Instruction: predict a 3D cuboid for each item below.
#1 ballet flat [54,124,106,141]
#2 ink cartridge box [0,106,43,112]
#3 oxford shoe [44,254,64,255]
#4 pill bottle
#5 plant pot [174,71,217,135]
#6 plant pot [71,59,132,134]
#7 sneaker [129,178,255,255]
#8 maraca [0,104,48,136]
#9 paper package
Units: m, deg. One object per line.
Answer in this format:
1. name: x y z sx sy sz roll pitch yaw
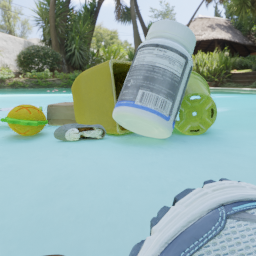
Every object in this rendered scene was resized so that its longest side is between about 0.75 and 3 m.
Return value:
1. ballet flat: -1.267 0.129 7.593 1.424 0.480 0.453 -5 19 -24
2. ink cartridge box: -4.030 -0.380 10.167 1.812 0.686 1.339 -4 10 -16
3. oxford shoe: -1.133 0.910 1.546 1.804 0.762 0.656 -1 7 -20
4. pill bottle: 0.814 -1.345 7.751 1.674 2.942 1.674 19 -15 5
5. plant pot: 1.919 -0.705 9.035 2.052 2.052 1.887 0 20 -1
6. plant pot: -0.667 -0.970 9.547 2.245 2.194 2.180 -3 5 36
7. sneaker: 1.064 0.824 1.528 2.472 0.959 1.067 -6 13 -31
8. maraca: -3.014 -0.223 8.229 1.206 0.941 1.759 4 5 -6
9. paper package: -2.161 -0.577 10.990 1.506 0.817 1.580 1 8 9
